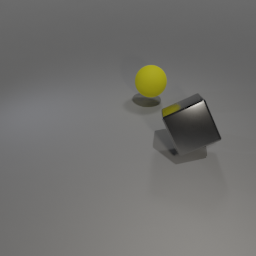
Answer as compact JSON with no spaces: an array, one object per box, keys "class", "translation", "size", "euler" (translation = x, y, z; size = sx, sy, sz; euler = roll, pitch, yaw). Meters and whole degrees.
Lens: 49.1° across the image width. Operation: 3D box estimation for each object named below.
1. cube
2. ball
[{"class":"cube","translation":[2.019,-0.144,9.199],"size":[1.400,1.400,1.400],"euler":[-24,11,12]},{"class":"ball","translation":[1.002,-2.047,12.301],"size":[1.400,1.400,1.400],"euler":[0,32,0]}]
